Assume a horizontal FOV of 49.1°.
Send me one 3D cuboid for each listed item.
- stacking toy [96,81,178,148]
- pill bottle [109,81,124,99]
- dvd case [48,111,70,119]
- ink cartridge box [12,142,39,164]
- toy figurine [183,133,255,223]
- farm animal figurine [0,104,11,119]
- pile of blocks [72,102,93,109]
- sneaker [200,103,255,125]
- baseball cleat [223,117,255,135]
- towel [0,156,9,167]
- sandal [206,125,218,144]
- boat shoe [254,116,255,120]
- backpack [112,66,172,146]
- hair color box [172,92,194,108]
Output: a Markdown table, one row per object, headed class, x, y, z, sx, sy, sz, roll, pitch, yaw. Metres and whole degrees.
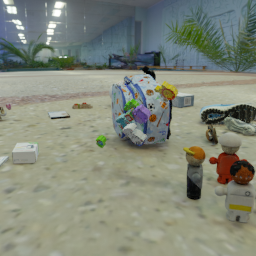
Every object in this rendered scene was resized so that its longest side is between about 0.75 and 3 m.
| class | x | y | z | sx | sy | sz | roll | pitch | yaw |
| --- | --- | --- | --- | --- | --- | --- | --- | --- | --- |
| stacking toy | 0.144 | -0.217 | 6.987 | 1.605 | 0.500 | 2.128 | -52 | 16 | -29 |
| pill bottle | 0.048 | -1.817 | 15.250 | 1.458 | 1.458 | 2.597 | -9 | 17 | -30 |
| dvd case | -3.310 | -0.627 | 13.392 | 0.884 | 0.109 | 1.239 | -6 | 16 | -21 |
| ink cartridge box | -2.892 | 0.694 | 7.953 | 0.611 | 0.368 | 0.842 | -2 | 16 | -11 |
| toy figurine | 2.138 | 0.864 | 5.635 | 1.746 | 1.234 | 1.774 | -9 | 18 | -30 |
| farm animal figurine | -5.926 | -0.660 | 12.682 | 1.318 | 0.663 | 1.064 | 13 | 38 | 30 |
| pile of blocks | -2.485 | -1.245 | 15.242 | 1.115 | 0.347 | 0.458 | -2 | 15 | -8 |
| sneaker | 4.244 | -0.746 | 11.978 | 2.390 | 0.937 | 1.075 | 1 | 24 | 3 |
| baseball cleat | 4.343 | -0.042 | 10.706 | 0.742 | 0.486 | 1.393 | 0 | 22 | -28 |
| towel | -3.825 | 0.908 | 7.651 | 0.942 | 0.112 | 0.692 | 0 | 14 | 0 |
| sandal | 2.819 | 0.202 | 9.573 | 0.362 | 0.542 | 1.325 | -15 | 14 | 10 |
| boat shoe | 6.332 | -0.742 | 12.794 | 1.927 | 0.710 | 0.618 | -16 | 27 | -35 |
| backpack | 0.451 | -0.559 | 9.199 | 1.878 | 2.438 | 2.323 | -14 | 27 | -19 |
| hair color box | 2.664 | -1.719 | 16.381 | 1.094 | 0.670 | 2.211 | -10 | 19 | -34 |
